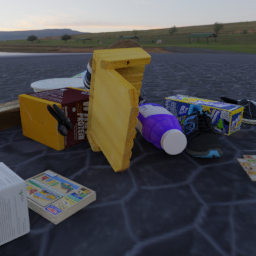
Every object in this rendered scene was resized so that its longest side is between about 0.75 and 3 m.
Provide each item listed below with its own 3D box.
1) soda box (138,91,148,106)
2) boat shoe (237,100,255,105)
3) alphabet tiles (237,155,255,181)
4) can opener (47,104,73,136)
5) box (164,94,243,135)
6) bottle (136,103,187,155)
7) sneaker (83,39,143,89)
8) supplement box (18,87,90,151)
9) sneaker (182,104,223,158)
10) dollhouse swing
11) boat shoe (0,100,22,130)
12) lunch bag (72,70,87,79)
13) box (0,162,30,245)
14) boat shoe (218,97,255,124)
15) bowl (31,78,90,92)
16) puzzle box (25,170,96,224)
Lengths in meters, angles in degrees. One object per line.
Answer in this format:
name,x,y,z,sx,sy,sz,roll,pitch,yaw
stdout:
soda box,-0.129,-1.460,9.993,1.784,0.565,0.631,43,12,-15
boat shoe,5.224,-0.694,11.366,1.878,0.676,0.582,19,1,36
alphabet tiles,3.486,0.994,7.079,1.168,0.053,1.397,1,19,3
can opener,-1.528,-0.223,6.386,0.328,1.036,0.407,-12,55,1
box,2.691,-0.557,10.333,0.967,0.887,2.760,-18,26,-41
bottle,0.980,-0.031,8.713,1.189,0.929,2.846,-2,19,-12
sneaker,-0.502,-1.928,8.725,0.774,1.199,2.210,47,53,9
supplement box,-2.059,-0.439,9.214,2.048,1.379,2.077,16,24,39
sneaker,2.090,0.048,8.274,0.959,1.073,2.620,0,19,-2
dollhouse swing,0.128,-0.504,7.483,2.377,2.616,2.300,-17,38,-39
boat shoe,-3.832,-0.677,10.262,2.788,0.994,0.899,-12,38,-30
lunch bag,-2.014,-2.236,14.657,2.398,0.989,1.928,17,43,42
box,-2.305,1.287,4.698,0.882,1.030,1.025,-14,23,-42
boat shoe,4.551,-0.702,10.894,0.963,0.804,2.582,-13,23,-38
bowl,-2.831,-1.432,12.398,2.680,1.205,2.680,0,20,0
puzzle box,-1.578,1.354,5.786,1.566,0.199,1.042,14,24,35
